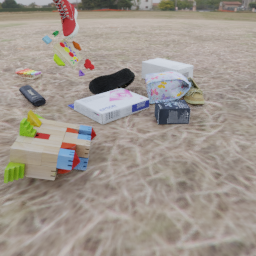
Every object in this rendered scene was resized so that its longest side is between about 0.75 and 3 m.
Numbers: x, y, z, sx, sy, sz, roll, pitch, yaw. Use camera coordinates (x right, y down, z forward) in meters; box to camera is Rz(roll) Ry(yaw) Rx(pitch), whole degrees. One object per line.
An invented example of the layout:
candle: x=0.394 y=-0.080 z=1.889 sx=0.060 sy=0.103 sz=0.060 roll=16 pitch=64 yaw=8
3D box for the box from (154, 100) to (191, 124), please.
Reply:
box: x=1.610 y=-0.589 z=10.311 sx=1.158 sy=0.620 sz=0.860 roll=-2 pitch=27 yaw=-4

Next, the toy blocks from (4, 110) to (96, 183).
toy blocks: x=-1.865 y=0.535 z=7.536 sx=1.937 sy=1.416 sz=2.834 roll=10 pitch=20 yaw=-8

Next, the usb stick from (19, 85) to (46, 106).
usb stick: x=-4.222 y=-1.441 z=12.312 sx=0.611 sy=0.360 sz=2.205 roll=-16 pitch=31 yaw=-30

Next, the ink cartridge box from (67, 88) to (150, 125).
ink cartridge box: x=-0.827 y=-1.055 z=11.377 sx=2.427 sy=0.535 sz=2.472 roll=-22 pitch=35 yaw=-37

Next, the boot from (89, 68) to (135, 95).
boot: x=-0.679 y=-2.090 z=12.901 sx=2.135 sy=0.803 sz=1.596 roll=-17 pitch=6 yaw=4

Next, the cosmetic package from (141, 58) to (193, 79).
cosmetic package: x=2.001 y=-2.914 z=14.592 sx=1.372 sy=0.986 sz=2.431 roll=-22 pitch=33 yaw=-37

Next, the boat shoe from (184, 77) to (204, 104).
boat shoe: x=2.868 y=-1.626 z=12.331 sx=0.774 sy=0.667 sz=2.121 roll=1 pitch=27 yaw=2

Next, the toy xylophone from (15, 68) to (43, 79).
toy xylophone: x=-5.396 y=-3.026 z=15.466 sx=1.500 sy=0.377 sz=1.098 roll=9 pitch=28 yaw=17

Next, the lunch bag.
lunch bag: x=1.720 y=-1.801 z=12.191 sx=1.825 sy=1.160 sz=1.547 roll=-10 pitch=25 yaw=3

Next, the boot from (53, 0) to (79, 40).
boot: x=-2.383 y=-4.188 z=10.202 sx=0.652 sy=1.299 sz=1.801 roll=-18 pitch=57 yaw=15

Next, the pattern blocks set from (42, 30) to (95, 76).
pattern blocks set: x=-2.232 y=-2.762 z=10.485 sx=0.158 sy=1.945 sz=1.709 roll=-32 pitch=10 yaw=37
